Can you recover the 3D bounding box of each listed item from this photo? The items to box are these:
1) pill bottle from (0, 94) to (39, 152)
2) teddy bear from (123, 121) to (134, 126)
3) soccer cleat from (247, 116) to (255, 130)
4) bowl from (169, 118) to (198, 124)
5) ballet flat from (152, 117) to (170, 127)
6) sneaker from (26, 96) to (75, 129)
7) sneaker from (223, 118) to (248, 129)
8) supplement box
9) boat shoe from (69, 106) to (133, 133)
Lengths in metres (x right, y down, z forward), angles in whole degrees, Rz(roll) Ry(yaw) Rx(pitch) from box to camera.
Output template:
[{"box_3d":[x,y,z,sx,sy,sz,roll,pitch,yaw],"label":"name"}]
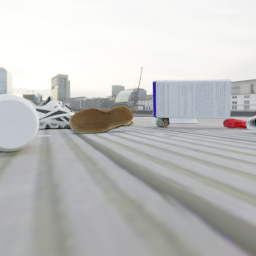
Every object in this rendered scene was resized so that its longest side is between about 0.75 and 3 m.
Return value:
[{"box_3d":[-1.681,-0.077,3.943,0.783,0.783,1.369,-1,3,-25],"label":"pill bottle"},{"box_3d":[-0.377,-0.287,12.000,1.299,0.434,0.942,3,2,42],"label":"teddy bear"},{"box_3d":[4.016,-0.172,6.934,0.970,0.781,2.276,-8,2,-23],"label":"soccer cleat"},{"box_3d":[2.940,-0.727,15.984,2.069,0.930,2.069,-1,3,0],"label":"bowl"},{"box_3d":[1.340,-0.346,11.530,0.696,0.627,1.849,-7,7,8],"label":"ballet flat"},{"box_3d":[-2.434,-0.550,9.995,2.687,1.189,0.995,-1,1,-44],"label":"sneaker"},{"box_3d":[3.866,-0.157,9.625,1.054,0.413,0.609,-2,2,-11],"label":"sneaker"},{"box_3d":[2.327,-1.095,10.169,2.653,1.371,1.342,1,11,19],"label":"supplement box"},{"box_3d":[-0.796,-0.141,7.976,2.023,0.730,0.728,-15,-19,-39],"label":"boat shoe"}]
